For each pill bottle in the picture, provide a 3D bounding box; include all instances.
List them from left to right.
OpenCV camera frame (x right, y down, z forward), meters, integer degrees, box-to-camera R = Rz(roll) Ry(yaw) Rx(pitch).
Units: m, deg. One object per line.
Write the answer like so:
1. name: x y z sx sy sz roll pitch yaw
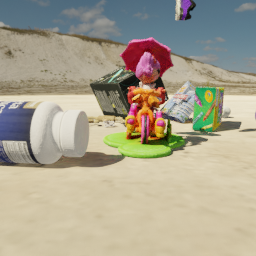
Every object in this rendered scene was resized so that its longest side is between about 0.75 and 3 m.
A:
1. pill bottle: -1.867 0.075 5.305 2.112 1.173 1.173 1 9 9

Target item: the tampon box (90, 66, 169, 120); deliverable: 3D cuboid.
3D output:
1. tampon box: -0.010 -1.686 12.795 2.140 1.803 2.856 -33 23 -23

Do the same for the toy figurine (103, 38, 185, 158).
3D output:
1. toy figurine: 0.388 -0.872 6.856 2.139 2.623 2.850 1 9 4

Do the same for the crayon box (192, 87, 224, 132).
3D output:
1. crayon box: 2.903 -0.737 9.943 0.695 1.416 2.385 6 10 24

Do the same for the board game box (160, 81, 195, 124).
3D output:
1. board game box: 2.335 -1.141 11.744 0.558 1.809 1.810 40 -3 -16

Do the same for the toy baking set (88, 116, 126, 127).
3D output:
1. toy baking set: -0.930 -0.237 10.783 2.223 0.259 1.706 2 12 14

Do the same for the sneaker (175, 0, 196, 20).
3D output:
1. sneaker: 1.471 -3.171 7.055 0.486 0.978 0.340 4 -2 1

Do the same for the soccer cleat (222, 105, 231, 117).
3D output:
1. soccer cleat: 3.900 -0.879 13.433 1.957 0.684 0.845 8 11 42
